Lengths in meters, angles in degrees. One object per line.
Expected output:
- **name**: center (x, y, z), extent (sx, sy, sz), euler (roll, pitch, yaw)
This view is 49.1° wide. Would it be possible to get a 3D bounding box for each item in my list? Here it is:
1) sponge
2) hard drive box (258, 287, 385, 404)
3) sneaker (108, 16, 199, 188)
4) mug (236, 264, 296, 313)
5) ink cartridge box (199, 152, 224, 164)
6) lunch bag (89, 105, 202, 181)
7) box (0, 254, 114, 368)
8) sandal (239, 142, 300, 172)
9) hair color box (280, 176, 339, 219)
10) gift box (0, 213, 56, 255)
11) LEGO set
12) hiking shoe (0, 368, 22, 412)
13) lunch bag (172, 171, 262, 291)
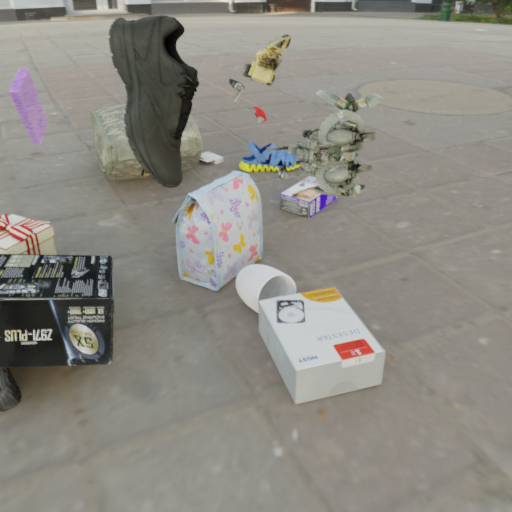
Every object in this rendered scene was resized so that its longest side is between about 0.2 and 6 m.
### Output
- **sponge**: center (-3.674, -2.413, 9.092), extent (0.161, 1.080, 0.602), euler (0, 53, 0)
- **hard drive box**: center (0.963, 1.342, 8.834), extent (1.414, 0.697, 1.815), euler (-10, 32, -15)
- **sneaker**: center (-1.875, -3.151, 11.408), extent (1.593, 3.510, 1.333), euler (-9, 13, 10)
- **mug**: center (0.210, 0.606, 10.133), extent (1.130, 0.834, 0.991), euler (17, 6, -37)
- **ink cartridge box**: center (-1.444, -2.899, 16.757), extent (0.637, 0.160, 0.734), euler (-26, 39, -36)
- **lunch bag**: center (-3.073, -3.128, 15.489), extent (2.566, 1.839, 3.128), euler (-11, 27, -18)
- **box**: center (-3.233, 0.762, 8.692), extent (1.989, 1.046, 2.429), euler (1, 14, -16)
- **sandal**: center (0.448, -2.855, 16.050), extent (1.864, 0.811, 0.741), euler (-4, 28, -10)
- **hair color box**: center (1.367, -1.516, 14.021), extent (0.845, 0.501, 1.546), euler (20, 37, 30)
- **gift box**: center (-4.623, -0.129, 10.814), extent (1.258, 1.273, 1.363), euler (12, 33, 20)
- **LEGO set**: center (1.030, -2.070, 9.640), extent (3.388, 2.200, 0.960), euler (23, 26, -26)
- **hiking shoe**: center (-4.079, 1.847, 8.113), extent (0.941, 0.708, 1.869), euler (-30, 31, -28)
- **lunch bag**: center (-0.732, -0.581, 10.937), extent (1.228, 1.931, 1.638), euler (19, 36, 28)
